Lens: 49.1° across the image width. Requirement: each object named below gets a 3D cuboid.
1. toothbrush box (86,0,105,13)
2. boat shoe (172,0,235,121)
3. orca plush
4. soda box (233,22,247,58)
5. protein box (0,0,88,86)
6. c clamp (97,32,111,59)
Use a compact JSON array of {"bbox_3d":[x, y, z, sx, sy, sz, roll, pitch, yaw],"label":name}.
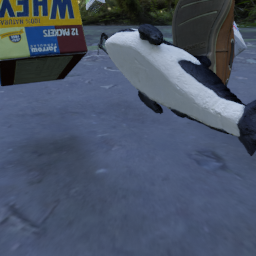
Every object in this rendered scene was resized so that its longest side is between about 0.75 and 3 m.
[{"bbox_3d":[-1.252,-5.028,10.552,0.437,1.015,0.739,5,-14,-35],"label":"toothbrush box"},{"bbox_3d":[1.441,-1.536,5.250,1.055,2.934,0.997,6,-13,40],"label":"boat shoe"},{"bbox_3d":[0.852,-0.852,3.823,0.978,1.448,2.752,-35,36,-20],"label":"orca plush"},{"bbox_3d":[2.364,-2.681,7.557,0.808,0.865,2.539,35,37,-23],"label":"soda box"},{"bbox_3d":[-2.472,-2.693,6.891,1.847,2.718,2.738,-12,2,-24],"label":"protein box"},{"bbox_3d":[-0.857,-3.103,10.872,0.170,1.070,1.253,-5,-11,27],"label":"c clamp"}]
